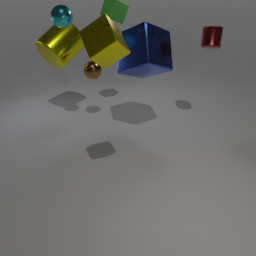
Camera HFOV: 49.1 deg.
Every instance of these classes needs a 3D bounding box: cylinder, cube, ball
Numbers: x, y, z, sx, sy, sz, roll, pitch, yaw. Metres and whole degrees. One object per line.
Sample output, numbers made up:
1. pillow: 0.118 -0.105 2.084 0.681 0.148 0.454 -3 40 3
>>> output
1. cylinder: -2.656 -3.290 11.056 1.400 1.400 1.400 25 67 37
2. cube: -0.513 -4.472 10.613 0.700 0.700 0.700 4 25 -43
3. cylinder: 3.000 -3.236 10.021 0.700 0.700 0.700 4 11 -1
4. cube: 0.552 -2.610 9.665 1.400 1.400 1.400 -7 -4 42
5. ball: -2.122 -3.572 8.971 0.700 0.700 0.700 0 29 0
6. ball: -1.354 -2.217 10.729 0.700 0.700 0.700 0 29 0
7. cube: -0.487 -1.811 5.945 0.700 0.700 0.700 -29 -17 18
